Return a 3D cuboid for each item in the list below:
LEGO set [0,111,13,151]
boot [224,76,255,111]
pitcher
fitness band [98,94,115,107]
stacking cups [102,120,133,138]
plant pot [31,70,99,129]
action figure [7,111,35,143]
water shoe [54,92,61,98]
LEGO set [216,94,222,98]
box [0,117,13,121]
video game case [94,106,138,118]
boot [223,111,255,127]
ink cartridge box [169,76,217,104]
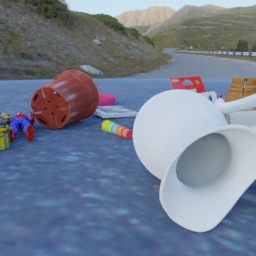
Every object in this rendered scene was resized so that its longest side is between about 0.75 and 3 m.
[{"bbox_3d":[-4.212,-0.320,7.016,2.108,1.588,2.741,-8,15,-34],"label":"LEGO set"},{"bbox_3d":[4.352,-1.356,11.741,2.063,1.602,0.791,3,13,15],"label":"boot"},{"bbox_3d":[1.209,0.051,4.496,2.263,1.599,2.637,-36,15,3],"label":"pitcher"},{"bbox_3d":[-1.889,-1.413,14.694,1.977,0.515,2.752,12,19,33],"label":"fitness band"},{"bbox_3d":[-0.289,0.067,8.302,0.370,0.370,1.224,-10,20,-38],"label":"stacking cups"},{"bbox_3d":[-2.192,-0.893,9.533,1.886,1.886,1.834,4,20,16],"label":"plant pot"},{"bbox_3d":[-3.290,-0.142,8.587,0.877,0.693,2.680,-8,12,-20],"label":"action figure"},{"bbox_3d":[-2.791,-1.427,13.244,2.534,0.906,1.000,-20,14,-21],"label":"water shoe"},{"bbox_3d":[3.838,-1.136,13.194,0.674,0.626,1.642,5,19,35],"label":"LEGO set"},{"bbox_3d":[-4.568,-0.186,9.568,1.047,0.258,0.836,0,11,0],"label":"box"},{"bbox_3d":[-0.634,-0.694,11.640,1.632,0.188,1.487,-5,18,-32],"label":"video game case"},{"bbox_3d":[3.491,-0.223,8.383,1.849,0.862,2.391,3,14,18],"label":"boot"},{"bbox_3d":[2.365,-1.103,9.730,1.816,1.600,0.406,-12,-7,-39],"label":"ink cartridge box"}]
